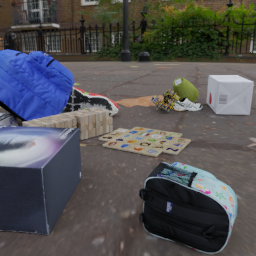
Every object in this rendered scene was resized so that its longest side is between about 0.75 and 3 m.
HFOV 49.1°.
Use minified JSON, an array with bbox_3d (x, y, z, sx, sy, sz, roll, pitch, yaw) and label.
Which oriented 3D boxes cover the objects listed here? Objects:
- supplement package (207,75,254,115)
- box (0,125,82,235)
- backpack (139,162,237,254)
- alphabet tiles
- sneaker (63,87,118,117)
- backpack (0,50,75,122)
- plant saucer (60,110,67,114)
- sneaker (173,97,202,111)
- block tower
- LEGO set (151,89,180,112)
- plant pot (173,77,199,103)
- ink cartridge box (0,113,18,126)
[{"bbox_3d":[4.428,-1.530,12.464,1.399,1.416,2.336,1,17,5],"label":"supplement package"},{"bbox_3d":[-2.069,0.770,5.140,2.004,1.245,2.020,3,17,5],"label":"box"},{"bbox_3d":[0.918,1.150,4.095,1.264,1.122,0.951,16,27,30],"label":"backpack"},{"bbox_3d":[0.503,0.362,8.506,2.523,0.080,2.099,9,19,27],"label":"alphabet tiles"},{"bbox_3d":[-1.728,-1.050,11.690,2.853,1.099,1.212,21,14,16],"label":"sneaker"},{"bbox_3d":[-3.345,-1.546,9.583,2.720,2.283,2.210,34,4,-16],"label":"backpack"},{"bbox_3d":[-3.434,-1.108,12.890,2.929,0.401,2.929,1,17,0],"label":"plant saucer"},{"bbox_3d":[2.672,-1.070,12.399,1.365,0.598,0.516,-2,15,-13],"label":"sneaker"},{"bbox_3d":[-1.784,-0.016,8.554,0.830,0.775,2.870,14,21,41],"label":"block tower"},{"bbox_3d":[1.526,-1.285,12.041,0.795,1.055,1.372,38,12,-15],"label":"LEGO set"},{"bbox_3d":[2.577,-1.802,13.099,1.097,1.097,1.173,16,-20,43],"label":"plant pot"},{"bbox_3d":[-4.517,0.081,8.576,1.207,0.568,2.567,0,17,4],"label":"ink cartridge box"}]
